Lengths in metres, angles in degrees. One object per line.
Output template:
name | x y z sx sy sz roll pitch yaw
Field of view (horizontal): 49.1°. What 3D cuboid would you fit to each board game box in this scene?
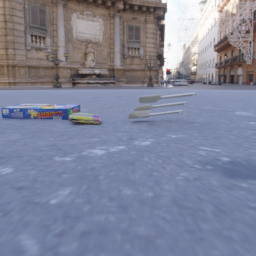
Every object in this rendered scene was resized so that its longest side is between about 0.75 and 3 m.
board game box | -2.984 -0.593 9.896 2.280 0.393 1.543 1 10 6

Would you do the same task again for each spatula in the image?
spatula | 1.022 -0.676 8.482 1.903 0.153 1.323 -8 -29 -21

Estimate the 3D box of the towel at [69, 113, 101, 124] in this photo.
towel | -1.315 -0.303 8.579 0.934 0.148 1.300 4 9 -9
